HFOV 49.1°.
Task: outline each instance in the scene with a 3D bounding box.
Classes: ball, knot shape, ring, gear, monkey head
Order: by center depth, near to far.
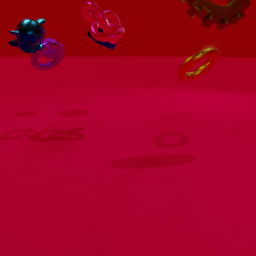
[{"bbox_3d":[1.942,-3.050,6.296,1.678,1.678,0.310,-5,-10,-18],"label":"gear"},{"bbox_3d":[-2.579,-2.343,7.021,0.944,0.791,1.313,13,36,14],"label":"monkey head"},{"bbox_3d":[1.880,-1.682,7.549,1.224,0.245,1.224,-24,-18,-8],"label":"ring"},{"bbox_3d":[-2.301,-2.066,8.074,1.060,1.060,0.212,-18,65,-47],"label":"ring"},{"bbox_3d":[-0.756,-3.056,8.080,1.395,0.689,1.491,39,27,-13],"label":"knot shape"},{"bbox_3d":[-2.905,-2.963,10.510,0.757,0.757,0.757,0,16,0],"label":"ball"}]

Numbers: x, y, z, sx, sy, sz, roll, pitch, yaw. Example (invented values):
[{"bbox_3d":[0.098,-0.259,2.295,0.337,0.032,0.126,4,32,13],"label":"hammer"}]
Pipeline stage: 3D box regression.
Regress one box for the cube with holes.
[{"bbox_3d":[-0.880,-3.643,10.721,0.831,0.831,0.831,43,23,30],"label":"cube with holes"}]
